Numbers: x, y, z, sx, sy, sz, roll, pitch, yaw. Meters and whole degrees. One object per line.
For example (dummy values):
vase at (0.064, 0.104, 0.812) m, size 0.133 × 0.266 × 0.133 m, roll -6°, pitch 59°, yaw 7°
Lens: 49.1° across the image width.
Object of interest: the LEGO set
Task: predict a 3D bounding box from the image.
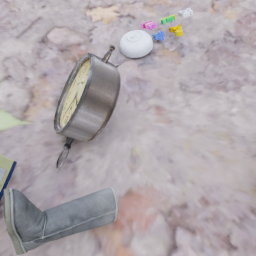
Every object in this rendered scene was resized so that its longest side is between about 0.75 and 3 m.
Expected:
LEGO set at (1.305, -3.052, 8.522) m, size 1.621 × 0.618 × 0.665 m, roll -20°, pitch 36°, yaw -3°

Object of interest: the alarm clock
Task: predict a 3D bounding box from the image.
alarm clock at (-1.017, -0.380, 6.307) m, size 0.945 × 1.915 × 2.839 m, roll 25°, pitch 84°, yaw -26°

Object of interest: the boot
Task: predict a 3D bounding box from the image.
boot at (-1.067, 1.411, 4.821) m, size 1.842 × 1.675 × 0.669 m, roll -10°, pitch 47°, yaw -16°

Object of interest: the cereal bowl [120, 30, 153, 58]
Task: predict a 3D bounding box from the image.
cereal bowl at (0.236, -2.621, 8.481) m, size 1.031 × 0.430 × 1.031 m, roll -4°, pitch 55°, yaw 6°

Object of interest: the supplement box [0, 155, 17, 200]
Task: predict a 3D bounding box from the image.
supplement box at (-3.197, 1.072, 4.939) m, size 1.192 × 1.774 × 1.776 m, roll 16°, pitch 73°, yaw 8°
